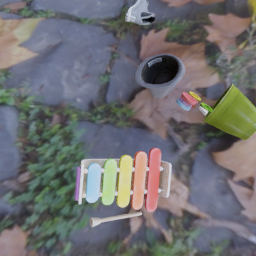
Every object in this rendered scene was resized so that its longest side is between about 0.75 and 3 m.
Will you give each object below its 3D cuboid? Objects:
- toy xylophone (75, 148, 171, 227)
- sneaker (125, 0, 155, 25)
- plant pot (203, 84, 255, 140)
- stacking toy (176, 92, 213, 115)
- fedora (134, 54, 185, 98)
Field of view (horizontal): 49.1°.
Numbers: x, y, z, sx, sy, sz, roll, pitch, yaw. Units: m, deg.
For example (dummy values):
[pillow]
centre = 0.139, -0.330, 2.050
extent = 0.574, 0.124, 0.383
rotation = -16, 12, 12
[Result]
[toy xylophone]
centre = -0.105, 1.424, 6.596
extent = 2.437, 0.612, 1.784
rotation = -6, 98, -25
[sneaker]
centre = 0.589, -3.909, 9.454
extent = 0.876, 0.569, 1.517
rotation = 28, 60, 8
[plant pot]
centre = 2.976, -0.342, 7.713
extent = 1.232, 1.279, 1.279
rotation = 37, 72, 8
[stacking toy]
centre = 1.829, -0.554, 7.775
extent = 0.951, 1.050, 0.444
rotation = 46, 117, 20
[fedora]
centre = 0.959, -1.447, 8.250
extent = 1.442, 0.736, 1.630
rotation = 2, 50, 16
